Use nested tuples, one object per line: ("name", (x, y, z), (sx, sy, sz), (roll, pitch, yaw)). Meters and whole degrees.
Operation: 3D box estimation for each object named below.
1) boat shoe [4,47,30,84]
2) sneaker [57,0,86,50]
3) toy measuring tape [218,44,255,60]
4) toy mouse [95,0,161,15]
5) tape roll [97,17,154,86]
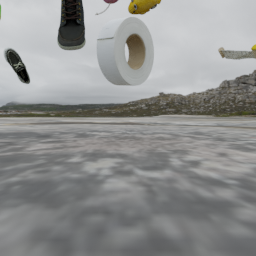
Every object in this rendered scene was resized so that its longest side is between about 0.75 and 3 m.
("boat shoe", (-2.644, -1.499, 6.781), (0.339, 0.958, 0.305), (-38, 42, -19))
("sneaker", (-1.538, -2.954, 7.381), (0.768, 1.091, 2.054), (-4, 47, -6))
("toy measuring tape", (2.952, -1.770, 5.910), (0.806, 0.806, 2.191), (-2, 14, -30))
("toy mouse", (-0.031, -3.531, 6.385), (2.163, 1.922, 0.419), (-21, 0, 18))
("tape roll", (-0.044, -2.961, 10.987), (0.912, 2.607, 2.607), (8, 7, 38))
